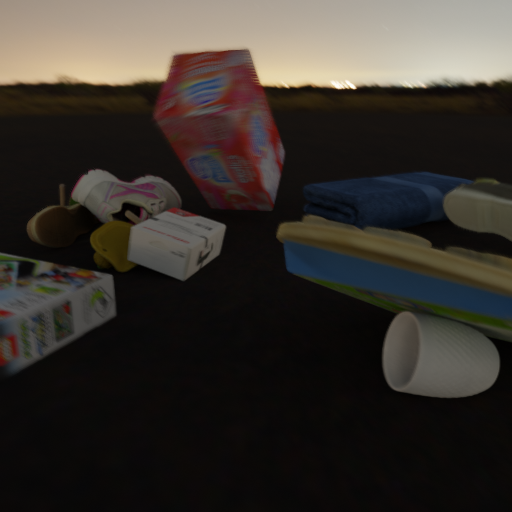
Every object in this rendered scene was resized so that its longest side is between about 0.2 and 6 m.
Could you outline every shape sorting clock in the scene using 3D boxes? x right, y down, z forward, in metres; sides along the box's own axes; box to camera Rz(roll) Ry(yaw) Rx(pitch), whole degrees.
[{"bbox_3d":[1.955,0.284,5.533,3.643,0.715,3.643,16,-5,1],"label":"shape sorting clock"}]

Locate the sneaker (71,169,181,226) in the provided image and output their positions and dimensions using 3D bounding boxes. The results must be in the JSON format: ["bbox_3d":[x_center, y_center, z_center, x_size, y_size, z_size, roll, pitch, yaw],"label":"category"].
[{"bbox_3d":[-2.361,-0.925,11.034,2.455,0.999,1.083,-4,48,-52],"label":"sneaker"}]

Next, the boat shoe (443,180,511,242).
[{"bbox_3d":[4.572,-0.681,9.558,0.814,0.973,2.723,-32,39,-25],"label":"boat shoe"}]

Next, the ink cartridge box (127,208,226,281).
[{"bbox_3d":[-1.249,-0.221,8.953,1.031,0.582,1.405,20,23,14],"label":"ink cartridge box"}]

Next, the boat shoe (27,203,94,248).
[{"bbox_3d":[-3.667,-0.553,10.239,0.664,0.734,2.058,-4,9,8],"label":"boat shoe"}]

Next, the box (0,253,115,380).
[{"bbox_3d":[-3.696,0.520,6.942,3.425,0.595,1.885,9,20,25],"label":"box"}]

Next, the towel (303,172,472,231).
[{"bbox_3d":[2.852,-1.090,11.528,3.581,0.869,1.999,-10,20,-30],"label":"towel"}]

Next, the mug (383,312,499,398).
[{"bbox_3d":[1.746,0.993,5.428,0.893,0.752,1.019,11,-14,-11],"label":"mug"}]

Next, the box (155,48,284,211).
[{"bbox_3d":[-0.599,-2.432,11.444,1.556,1.625,3.259,3,-26,18],"label":"box"}]

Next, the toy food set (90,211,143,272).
[{"bbox_3d":[-2.201,-0.112,9.225,0.897,0.498,1.525,32,27,1],"label":"toy food set"}]

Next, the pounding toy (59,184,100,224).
[{"bbox_3d":[-3.352,-1.010,11.473,1.328,1.025,0.616,-19,52,-45],"label":"pounding toy"}]
